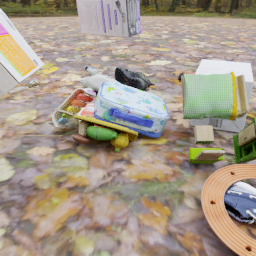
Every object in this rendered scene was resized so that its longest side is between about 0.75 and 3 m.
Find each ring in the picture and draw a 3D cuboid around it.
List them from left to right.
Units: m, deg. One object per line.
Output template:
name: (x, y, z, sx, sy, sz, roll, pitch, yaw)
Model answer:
ring: (2.884, 1.763, 5.864, 2.696, 0.259, 2.696, 1, 37, 0)

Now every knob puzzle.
knob puzzle: (-0.886, -0.628, 10.775, 2.646, 0.367, 2.646, 0, 27, 0)

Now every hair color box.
hair color box: (-0.385, -2.166, 5.368, 1.296, 0.708, 0.420, 20, 37, 37)

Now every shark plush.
shark plush: (-0.916, -2.110, 13.107, 2.893, 1.314, 1.205, 1, -4, 11)

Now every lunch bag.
lunch bag: (0.085, -0.646, 9.541, 2.467, 1.017, 1.983, 15, 25, -10)

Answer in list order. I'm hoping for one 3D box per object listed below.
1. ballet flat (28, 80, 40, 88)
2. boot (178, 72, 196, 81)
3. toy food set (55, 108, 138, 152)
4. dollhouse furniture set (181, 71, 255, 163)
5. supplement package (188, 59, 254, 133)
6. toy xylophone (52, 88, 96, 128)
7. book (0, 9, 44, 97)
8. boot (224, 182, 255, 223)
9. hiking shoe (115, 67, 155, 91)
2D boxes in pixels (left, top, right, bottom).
ballet flat: (-4.696, -2.249, 14.030, 0.257, 0.274, 0.757, 15, 31, 27)
boot: (3.424, -2.816, 14.829, 1.197, 0.601, 1.660, 21, 38, 38)
toy food set: (-0.999, 0.187, 8.814, 2.547, 0.832, 1.498, 15, -3, 14)
dollhouse furniture set: (2.574, -0.540, 7.746, 1.867, 1.431, 2.851, 1, 72, -1)
supplement package: (3.433, -1.287, 10.388, 1.886, 1.872, 2.485, 9, 29, 17)
toy xylophone: (-1.827, -0.729, 9.698, 0.447, 1.779, 1.303, 48, 18, 12)
book: (-2.434, -1.573, 5.338, 0.548, 1.523, 2.279, -32, 20, 9)
boot: (2.812, 1.805, 5.889, 0.805, 0.649, 1.783, -28, 30, -32)
hiking shoe: (0.249, -2.418, 13.934, 1.153, 0.867, 2.290, -11, 37, -38)
